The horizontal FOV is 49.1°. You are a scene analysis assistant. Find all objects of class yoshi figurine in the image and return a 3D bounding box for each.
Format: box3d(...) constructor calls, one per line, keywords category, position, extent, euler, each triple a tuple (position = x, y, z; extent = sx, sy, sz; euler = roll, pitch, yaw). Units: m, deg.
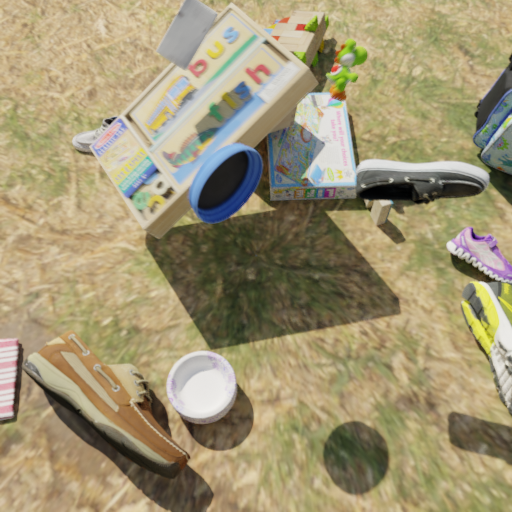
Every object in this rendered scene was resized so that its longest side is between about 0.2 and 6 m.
box3d(category="yoshi figurine", position=(1.882, -3.710, 11.203), extent=(0.649, 1.155, 0.646), euler=(36, 38, 29))

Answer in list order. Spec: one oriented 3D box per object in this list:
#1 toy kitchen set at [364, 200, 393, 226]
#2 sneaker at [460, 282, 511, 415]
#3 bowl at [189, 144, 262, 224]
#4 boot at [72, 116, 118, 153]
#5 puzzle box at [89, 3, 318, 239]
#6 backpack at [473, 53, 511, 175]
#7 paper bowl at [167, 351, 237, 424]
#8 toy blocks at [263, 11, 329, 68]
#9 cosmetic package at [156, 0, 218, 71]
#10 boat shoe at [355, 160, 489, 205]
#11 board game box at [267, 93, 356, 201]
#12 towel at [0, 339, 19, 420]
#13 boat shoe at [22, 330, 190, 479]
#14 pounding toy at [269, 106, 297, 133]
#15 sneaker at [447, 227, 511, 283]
box3d(category="toy kitchen set", position=(2.801, -1.444, 12.022), extent=(0.974, 0.716, 1.215), euler=(-18, 61, -10))
box3d(category="sneaker", position=(4.813, 1.638, 9.960), extent=(1.256, 1.105, 2.968), euler=(-11, 60, -7))
box3d(category="bowl", position=(-0.416, -0.978, 7.522), extent=(1.184, 1.184, 0.232), euler=(-39, 64, -21))
box3d(category="boot", position=(-3.443, -2.855, 12.819), extent=(1.643, 0.785, 0.604), euler=(-5, 59, -3))
box3d(category="puzzle box", position=(-1.091, -2.503, 10.098), extent=(3.891, 0.495, 2.589), euler=(-44, 57, 7))
box3d(category="backpack", position=(6.249, -2.755, 11.865), extent=(2.688, 2.459, 1.975), euler=(16, 72, 4))
box3d(category="paper bowl", position=(-0.936, 2.334, 9.822), extent=(1.199, 0.624, 1.199), euler=(0, 59, 0))
box3d(category="toy blocks", position=(0.830, -5.563, 14.416), extent=(1.513, 1.106, 2.213), euler=(11, 58, 20))
box3d(category="cosmetic package", position=(-1.115, -3.574, 9.020), extent=(0.576, 0.414, 1.020), euler=(29, 103, -13))
box3d(category="boat shoe", position=(2.231, -0.946, 7.677), extent=(1.769, 0.607, 0.501), euler=(6, 65, 18))
box3d(category="board game box", position=(1.200, -2.552, 12.814), extent=(1.898, 0.483, 2.823), euler=(-1, 59, 0))
box3d(category="towel", position=(-4.891, 2.270, 10.123), extent=(1.117, 0.228, 1.526), euler=(-7, 62, -4))
box3d(category="boat shoe", position=(-2.418, 2.358, 9.470), extent=(3.337, 1.263, 1.232), euler=(32, 61, 17))
box3d(category="pounding toy", position=(-0.808, -3.532, 12.258), extent=(2.310, 1.203, 2.629), euler=(-26, 50, -37))
box3d(category="sneaker", position=(4.617, -0.039, 11.110), extent=(1.552, 0.686, 0.624), euler=(35, 23, 18))
